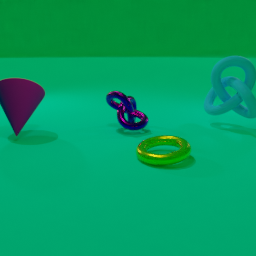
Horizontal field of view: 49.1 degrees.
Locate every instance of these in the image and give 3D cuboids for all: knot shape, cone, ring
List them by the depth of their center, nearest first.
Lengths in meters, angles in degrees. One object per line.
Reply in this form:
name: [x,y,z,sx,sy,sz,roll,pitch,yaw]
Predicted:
ring: [0.804,0.488,6.394,1.263,0.253,1.263,-6,21,2]
cone: [-3.055,-0.412,7.805,1.403,1.408,1.403,-5,-24,-2]
knot shape: [3.197,-1.258,8.611,0.922,1.867,1.995,-13,22,-35]
knot shape: [0.021,-0.529,8.699,0.694,1.502,1.405,-42,-9,13]
